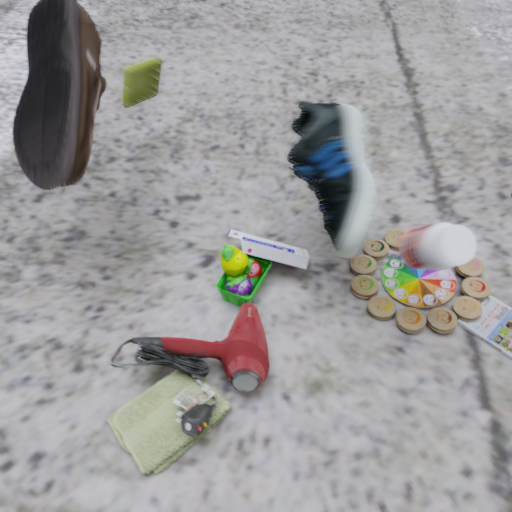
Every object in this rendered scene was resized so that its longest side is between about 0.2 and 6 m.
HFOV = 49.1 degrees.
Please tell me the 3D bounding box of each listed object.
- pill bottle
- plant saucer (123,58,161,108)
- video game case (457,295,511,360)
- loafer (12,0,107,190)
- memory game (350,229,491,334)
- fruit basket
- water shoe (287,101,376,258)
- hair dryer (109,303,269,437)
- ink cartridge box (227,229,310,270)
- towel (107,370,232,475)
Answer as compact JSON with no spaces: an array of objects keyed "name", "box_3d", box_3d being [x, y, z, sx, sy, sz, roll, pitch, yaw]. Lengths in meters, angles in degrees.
[{"name":"pill bottle","box_3d":[2.476,-0.126,7.706,0.633,1.155,0.633,0,89,-8]},{"name":"plant saucer","box_3d":[-2.300,-3.448,11.025,0.210,0.878,0.877,40,51,17]},{"name":"video game case","box_3d":[3.920,1.148,8.866,0.846,0.106,1.182,-36,56,-29]},{"name":"loafer","box_3d":[-2.751,-2.481,8.540,1.241,1.206,3.398,-13,67,27]},{"name":"memory game","box_3d":[2.750,0.361,9.495,2.369,0.151,2.369,-1,45,1]},{"name":"fruit basket","box_3d":[-0.238,0.241,9.150,0.724,1.003,1.003,19,50,17]},{"name":"water shoe","box_3d":[1.023,-1.199,8.470,1.181,1.070,2.992,9,48,-8]},{"name":"hair dryer","box_3d":[-0.673,1.310,8.088,1.842,0.657,2.418,38,40,23]},{"name":"ink cartridge box","box_3d":[0.188,-0.122,9.539,1.434,0.266,0.679,17,12,-3]},{"name":"towel","box_3d":[-1.190,2.203,7.766,1.502,0.274,1.115,-32,56,-26]}]
